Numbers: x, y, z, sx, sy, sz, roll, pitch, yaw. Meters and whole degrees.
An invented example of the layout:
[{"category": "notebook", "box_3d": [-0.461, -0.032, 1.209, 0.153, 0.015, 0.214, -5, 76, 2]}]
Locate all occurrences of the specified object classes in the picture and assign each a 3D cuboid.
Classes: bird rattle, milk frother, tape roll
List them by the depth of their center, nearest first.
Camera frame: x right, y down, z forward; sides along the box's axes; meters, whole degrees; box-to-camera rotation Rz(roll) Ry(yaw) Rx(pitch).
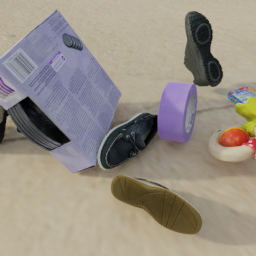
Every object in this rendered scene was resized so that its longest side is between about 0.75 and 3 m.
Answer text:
[{"category": "bird rattle", "box_3d": [2.526, 0.319, 5.901, 1.587, 1.097, 1.947, -16, 31, 23]}, {"category": "tape roll", "box_3d": [1.180, -0.367, 6.514, 0.580, 1.365, 1.365, 10, 41, 23]}, {"category": "milk frother", "box_3d": [-3.247, -0.713, 6.659, 1.590, 1.657, 1.762, -9, 51, -37]}]

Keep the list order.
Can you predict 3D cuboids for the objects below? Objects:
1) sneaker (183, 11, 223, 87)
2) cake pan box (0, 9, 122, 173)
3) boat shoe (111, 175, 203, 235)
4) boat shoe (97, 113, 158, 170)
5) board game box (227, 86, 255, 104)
[{"category": "sneaker", "box_3d": [1.937, -2.181, 8.007, 0.828, 2.180, 0.989, -18, 8, -25]}, {"category": "cake pan box", "box_3d": [-1.411, -0.863, 6.279, 0.774, 2.725, 2.959, -25, 31, 30]}, {"category": "boat shoe", "box_3d": [0.554, 1.314, 5.193, 1.820, 0.666, 0.590, 24, 10, 26]}, {"category": "boat shoe", "box_3d": [0.152, 0.248, 6.321, 0.677, 0.764, 2.043, -3, 22, 41]}, {"category": "board game box", "box_3d": [3.455, -0.858, 8.086, 0.783, 0.224, 0.800, -19, 44, -20]}]
